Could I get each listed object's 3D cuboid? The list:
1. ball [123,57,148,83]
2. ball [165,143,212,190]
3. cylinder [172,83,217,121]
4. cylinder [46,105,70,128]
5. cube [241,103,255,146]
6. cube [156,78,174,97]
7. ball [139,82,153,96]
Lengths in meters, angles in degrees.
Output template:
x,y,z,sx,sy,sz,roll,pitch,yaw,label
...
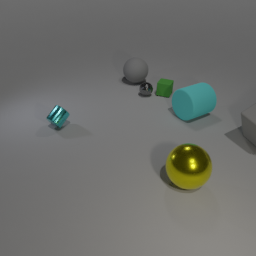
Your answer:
x,y,z,sx,sy,sz,roll,pitch,yaw,label
0.431,-3.215,15.530,1.400,1.400,1.400,0,32,0,ball
1.851,1.168,8.556,1.400,1.400,1.400,0,32,0,ball
2.891,-1.172,12.305,1.400,1.400,1.400,-19,36,-28,cylinder
-2.886,-0.470,11.549,0.700,0.700,0.700,23,72,32,cylinder
5.133,-0.099,10.080,1.400,1.400,1.400,-32,45,-3,cube
1.898,-2.074,14.410,0.700,0.700,0.700,13,32,18,cube
0.924,-1.993,14.294,0.700,0.700,0.700,0,32,0,ball
